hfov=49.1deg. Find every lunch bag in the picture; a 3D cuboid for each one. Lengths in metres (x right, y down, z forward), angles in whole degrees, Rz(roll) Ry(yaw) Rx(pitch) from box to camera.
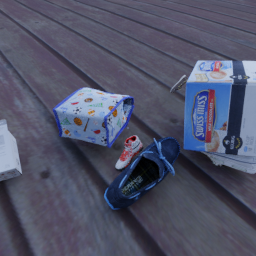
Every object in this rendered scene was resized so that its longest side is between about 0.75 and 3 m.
[{"bbox_3d":[-0.854,-0.440,7.936,1.633,1.190,1.921,11,37,17],"label":"lunch bag"}]

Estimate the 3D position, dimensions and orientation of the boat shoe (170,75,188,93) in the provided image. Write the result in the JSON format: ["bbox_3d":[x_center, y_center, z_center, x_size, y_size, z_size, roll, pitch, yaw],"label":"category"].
[{"bbox_3d":[1.855,-1.532,10.093,0.236,0.791,0.284,46,15,12],"label":"boat shoe"}]

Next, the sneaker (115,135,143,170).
[{"bbox_3d":[-0.042,0.628,7.407,0.988,0.529,0.330,-42,42,-18],"label":"sneaker"}]

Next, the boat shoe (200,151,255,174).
[{"bbox_3d":[2.427,0.711,7.384,0.714,0.648,1.941,-22,29,-38],"label":"boat shoe"}]

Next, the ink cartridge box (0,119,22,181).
[{"bbox_3d":[-3.579,0.666,6.894,1.560,0.654,1.369,-14,68,-12],"label":"ink cartridge box"}]

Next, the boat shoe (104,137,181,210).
[{"bbox_3d":[0.578,1.026,6.618,1.055,0.861,2.507,45,55,0],"label":"boat shoe"}]

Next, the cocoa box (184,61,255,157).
[{"bbox_3d":[2.549,-0.684,7.469,1.785,1.814,2.720,5,25,18],"label":"cocoa box"}]
